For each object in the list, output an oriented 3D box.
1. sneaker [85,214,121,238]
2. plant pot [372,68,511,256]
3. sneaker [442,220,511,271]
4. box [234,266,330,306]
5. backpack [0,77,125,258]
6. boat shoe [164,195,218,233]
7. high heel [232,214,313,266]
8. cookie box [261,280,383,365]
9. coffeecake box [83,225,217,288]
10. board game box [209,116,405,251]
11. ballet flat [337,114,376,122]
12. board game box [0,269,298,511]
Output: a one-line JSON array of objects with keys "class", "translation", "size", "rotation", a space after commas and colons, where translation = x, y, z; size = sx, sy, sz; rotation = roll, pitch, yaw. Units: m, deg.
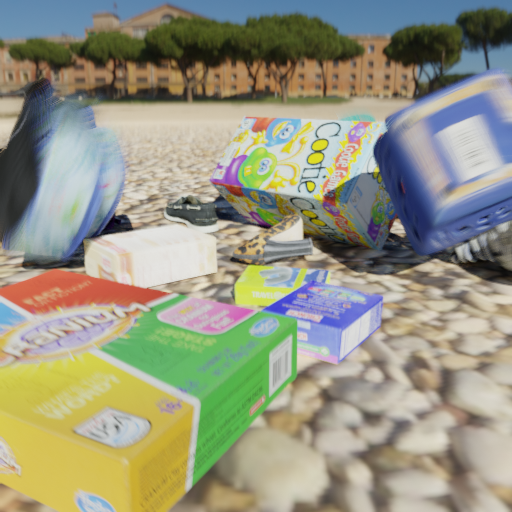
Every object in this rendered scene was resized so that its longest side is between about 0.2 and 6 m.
[{"class": "sneaker", "translation": [-3.258, -0.589, 9.808], "size": [0.887, 0.754, 2.026], "rotation": [12, 19, 20]}, {"class": "plant pot", "translation": [2.344, -1.086, 6.455], "size": [1.587, 1.587, 1.427], "rotation": [-22, -13, 6]}, {"class": "sneaker", "translation": [3.424, -0.265, 8.275], "size": [1.380, 1.248, 3.240], "rotation": [-8, 9, 5]}, {"class": "box", "translation": [0.428, 0.404, 7.206], "size": [1.272, 0.303, 0.776], "rotation": [3, 18, 12]}, {"class": "backpack", "translation": [-2.722, -1.022, 7.787], "size": [1.486, 1.851, 2.023], "rotation": [15, 42, -36]}, {"class": "boat shoe", "translation": [-1.289, -0.931, 11.149], "size": [0.721, 0.575, 1.906], "rotation": [-12, 20, -34]}, {"class": "high heel", "translation": [0.175, -0.297, 9.097], "size": [1.211, 0.607, 1.699], "rotation": [-6, 17, -4]}, {"class": "cookie box", "translation": [0.719, 0.681, 6.062], "size": [0.945, 0.415, 1.104], "rotation": [11, 20, 33]}, {"class": "coffeecake box", "translation": [-1.522, 0.000, 8.058], "size": [1.530, 0.559, 1.174], "rotation": [-12, 19, -35]}, {"class": "board game box", "translation": [0.924, -1.339, 9.870], "size": [2.965, 1.527, 1.555], "rotation": [14, -20, 40]}, {"class": "ballet flat", "translation": [1.632, -2.365, 11.893], "size": [2.149, 0.798, 0.798], "rotation": [-27, 27, -23]}, {"class": "board game box", "translation": [-1.514, 0.937, 4.852], "size": [3.083, 0.622, 2.359], "rotation": [9, 19, 27]}]
